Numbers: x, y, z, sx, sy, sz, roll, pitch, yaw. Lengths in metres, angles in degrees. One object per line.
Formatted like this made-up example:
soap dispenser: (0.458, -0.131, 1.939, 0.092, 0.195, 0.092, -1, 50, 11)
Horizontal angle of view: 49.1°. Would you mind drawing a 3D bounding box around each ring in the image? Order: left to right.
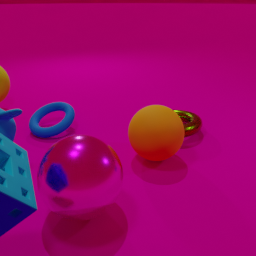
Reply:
ring: (-1.865, -0.222, 6.874, 1.161, 0.232, 1.161, -8, 44, 8)
ring: (1.062, -0.119, 6.872, 1.487, 0.297, 1.487, -4, 21, 2)

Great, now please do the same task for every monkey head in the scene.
monkey head: (-2.648, 0.067, 4.944, 0.999, 1.657, 1.192, 47, 16, 20)

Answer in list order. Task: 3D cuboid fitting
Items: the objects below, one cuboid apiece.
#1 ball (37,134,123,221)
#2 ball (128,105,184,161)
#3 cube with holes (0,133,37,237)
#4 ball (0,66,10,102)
ball: (-0.698, 0.719, 4.172, 1.258, 1.258, 1.258, 0, 26, 0)
ball: (0.560, 0.097, 5.593, 1.114, 1.114, 1.114, 0, 26, 0)
cube with holes: (-1.740, 0.609, 3.014, 0.957, 0.957, 0.957, -36, 45, 4)
ball: (-3.946, -1.232, 7.746, 1.262, 1.262, 1.262, 0, 26, 0)
